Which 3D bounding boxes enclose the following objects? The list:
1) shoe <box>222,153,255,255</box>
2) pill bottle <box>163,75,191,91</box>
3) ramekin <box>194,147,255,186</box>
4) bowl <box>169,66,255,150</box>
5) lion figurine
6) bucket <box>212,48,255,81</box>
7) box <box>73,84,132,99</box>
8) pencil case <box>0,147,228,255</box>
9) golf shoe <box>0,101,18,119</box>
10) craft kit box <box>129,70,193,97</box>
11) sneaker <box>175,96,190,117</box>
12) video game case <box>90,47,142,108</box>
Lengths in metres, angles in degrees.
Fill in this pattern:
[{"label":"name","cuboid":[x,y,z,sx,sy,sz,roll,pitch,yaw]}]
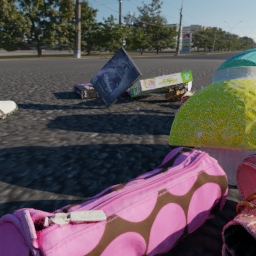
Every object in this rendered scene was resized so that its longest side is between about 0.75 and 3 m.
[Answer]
[{"label":"shoe","cuboid":[1.701,1.088,3.426,1.296,1.018,2.849,4,21,-6]},{"label":"pill bottle","cuboid":[2.572,-2.377,15.066,1.528,0.889,0.889,8,19,25]},{"label":"ramekin","cuboid":[2.266,0.400,5.745,1.919,1.007,1.919,1,17,0]},{"label":"bowl","cuboid":[2.335,-0.348,5.772,2.925,1.574,2.925,2,-3,0]},{"label":"lion figurine","cuboid":[2.608,-1.515,12.741,1.767,0.640,1.082,8,-27,-25]},{"label":"bucket","cuboid":[3.820,-1.287,8.622,1.499,2.304,2.304,-23,27,-36]},{"label":"box","cuboid":[-1.240,-1.975,14.443,2.789,0.503,1.994,-5,17,-20]},{"label":"pencil case","cuboid":[0.056,1.001,3.246,2.777,1.301,1.260,-16,36,-42]},{"label":"golf shoe","cuboid":[-5.001,-0.785,9.569,0.955,1.090,2.475,15,21,43]},{"label":"craft kit box","cuboid":[1.396,-1.967,12.719,2.300,0.565,2.329,-10,1,-10]},{"label":"sneaker","cuboid":[1.911,-0.652,9.589,0.329,0.891,0.387,16,29,-11]},{"label":"video game case","cuboid":[-0.519,-1.966,11.107,0.192,2.022,1.445,-7,60,-56]}]
